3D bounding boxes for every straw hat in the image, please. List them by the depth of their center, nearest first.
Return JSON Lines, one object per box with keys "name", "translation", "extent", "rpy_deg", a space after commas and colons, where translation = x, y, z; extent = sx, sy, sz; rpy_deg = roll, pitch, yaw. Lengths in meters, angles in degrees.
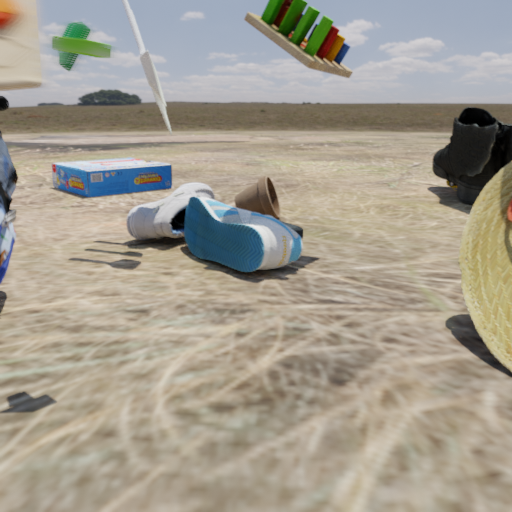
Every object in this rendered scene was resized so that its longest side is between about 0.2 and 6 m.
{"name": "straw hat", "translation": [3.684, 0.171, 5.263], "extent": [1.396, 3.299, 3.299], "rpy_deg": [41, -11, -34]}

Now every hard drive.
{"name": "hard drive", "translation": [-0.056, -0.402, 9.788], "extent": [1.467, 0.241, 1.024], "rpy_deg": [-10, 18, -31]}

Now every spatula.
{"name": "spatula", "translation": [-1.733, -3.171, 8.750], "extent": [0.181, 2.251, 1.565], "rpy_deg": [-18, -7, -1]}

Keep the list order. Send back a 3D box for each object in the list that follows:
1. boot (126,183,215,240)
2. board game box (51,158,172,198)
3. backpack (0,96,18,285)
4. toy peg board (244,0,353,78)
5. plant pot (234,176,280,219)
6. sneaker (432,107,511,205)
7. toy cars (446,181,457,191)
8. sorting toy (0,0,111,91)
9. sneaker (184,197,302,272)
{"name": "boot", "translation": [-1.186, -0.776, 10.134], "extent": [1.087, 0.836, 2.274], "rpy_deg": [5, 24, 33]}
{"name": "board game box", "translation": [-4.027, -2.228, 15.605], "extent": [2.481, 0.693, 2.429], "rpy_deg": [-12, 19, -38]}
{"name": "backpack", "translation": [-3.820, -0.357, 5.739], "extent": [2.745, 2.114, 2.614], "rpy_deg": [-18, 28, -4]}
{"name": "toy peg board", "translation": [0.768, -3.249, 8.063], "extent": [1.319, 0.645, 1.313], "rpy_deg": [44, 30, 20]}
{"name": "plant pot", "translation": [-0.005, -1.114, 11.470], "extent": [0.782, 0.897, 0.897], "rpy_deg": [-14, 12, 14]}
{"name": "sneaker", "translation": [5.310, -2.664, 13.708], "extent": [1.243, 2.158, 4.138], "rpy_deg": [-2, 26, 4]}
{"name": "toy cars", "translation": [5.796, -1.860, 14.819], "extent": [1.489, 0.330, 0.668], "rpy_deg": [-4, 25, 1]}
{"name": "sorting toy", "translation": [-2.029, -1.723, 4.331], "extent": [1.720, 0.253, 1.271], "rpy_deg": [-9, 57, -12]}
{"name": "sneaker", "translation": [-0.313, -0.324, 8.559], "extent": [0.950, 0.900, 2.352], "rpy_deg": [-3, 21, -38]}
